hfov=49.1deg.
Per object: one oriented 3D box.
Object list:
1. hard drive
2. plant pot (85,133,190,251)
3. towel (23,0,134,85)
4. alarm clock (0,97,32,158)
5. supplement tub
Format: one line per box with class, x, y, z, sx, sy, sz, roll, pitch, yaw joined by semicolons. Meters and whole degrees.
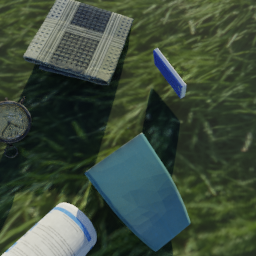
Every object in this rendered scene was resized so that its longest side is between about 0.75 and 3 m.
hard drive;1.227;-1.602;8.318;0.179;0.930;1.409;-34;74;0
plant pot;0.335;1.683;6.973;1.655;1.656;2.343;-35;77;-11
towel;-1.518;-2.826;9.061;2.835;0.508;2.944;18;64;2
alarm clock;-3.375;-0.013;7.953;1.170;0.577;1.734;-4;96;-27
supplement tub;-1.755;2.740;6.117;1.305;1.305;1.978;39;47;13
